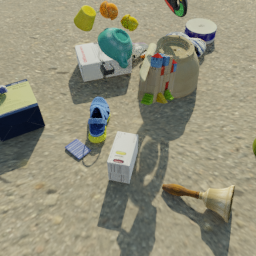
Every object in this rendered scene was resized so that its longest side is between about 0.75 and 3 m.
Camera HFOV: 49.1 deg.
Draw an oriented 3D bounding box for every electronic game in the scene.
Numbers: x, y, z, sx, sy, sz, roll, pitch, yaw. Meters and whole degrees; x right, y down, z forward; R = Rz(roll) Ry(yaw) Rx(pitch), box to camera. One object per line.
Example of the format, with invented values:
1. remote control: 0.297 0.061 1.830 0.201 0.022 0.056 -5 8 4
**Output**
1. electronic game: 1.732 -5.506 11.327 0.457 2.195 2.195 -33 53 2

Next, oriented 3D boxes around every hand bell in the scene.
1. hand bell: 2.156 2.139 8.940 2.200 1.145 1.145 9 48 25

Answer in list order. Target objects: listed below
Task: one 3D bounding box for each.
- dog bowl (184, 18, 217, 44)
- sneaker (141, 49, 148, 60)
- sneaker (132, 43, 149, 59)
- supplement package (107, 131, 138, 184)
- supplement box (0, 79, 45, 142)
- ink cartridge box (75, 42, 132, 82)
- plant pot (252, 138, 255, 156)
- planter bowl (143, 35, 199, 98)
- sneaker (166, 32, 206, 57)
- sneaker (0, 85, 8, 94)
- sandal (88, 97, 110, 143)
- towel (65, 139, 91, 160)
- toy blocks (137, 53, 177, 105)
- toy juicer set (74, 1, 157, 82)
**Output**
1. dog bowl: 4.008 -5.371 15.551 1.716 0.676 1.716 0 48 0
2. sneaker: 1.077 -3.828 14.391 1.273 0.482 0.586 -25 45 -30
3. sneaker: 0.444 -3.985 14.453 0.622 0.828 1.662 12 22 43
4. supplement package: -0.155 1.002 9.649 0.763 1.072 1.377 9 49 8
5. supplement box: -4.505 -0.743 11.101 1.802 1.210 1.800 -22 52 -18
6. ink cartridge box: -1.187 -3.312 13.502 2.401 1.005 1.742 -13 50 -11
7. plant pot: 5.617 0.313 9.797 1.848 1.780 1.848 0 48 0
8. planter bowl: 1.958 -2.936 12.479 2.716 1.828 2.716 1 53 -2
9. sneaker: 2.868 -4.302 14.492 2.265 0.853 0.998 15 50 14
10. sneaker: -5.032 -1.295 10.569 0.908 0.367 0.524 -3 52 6
11. sandal: -1.156 -0.514 11.092 0.876 0.959 2.204 -4 47 -1
12. towel: -1.885 0.792 10.515 0.846 0.101 0.613 35 55 25
13. toy blocks: 0.971 -1.663 8.741 1.055 1.443 2.111 18 24 25
14. toy juicer set: -0.166 -2.634 8.460 2.768 0.753 1.761 46 50 -1
